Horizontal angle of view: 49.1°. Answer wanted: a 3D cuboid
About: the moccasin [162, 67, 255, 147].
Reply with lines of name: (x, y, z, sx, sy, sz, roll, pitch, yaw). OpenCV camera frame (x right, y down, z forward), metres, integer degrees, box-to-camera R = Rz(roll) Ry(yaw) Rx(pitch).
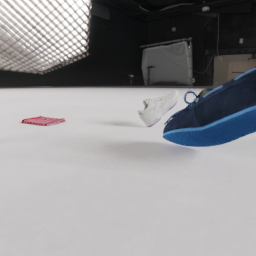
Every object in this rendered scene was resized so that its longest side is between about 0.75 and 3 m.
moccasin: (1.707, -0.284, 5.262, 1.134, 0.961, 2.819, 20, -21, -26)

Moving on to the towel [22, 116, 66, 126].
towel: (-2.852, -0.247, 9.452, 1.241, 0.140, 0.898, 7, 15, 31)

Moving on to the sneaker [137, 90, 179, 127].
sneaker: (0.960, -0.763, 8.699, 1.574, 0.784, 0.589, -43, 5, -18)
